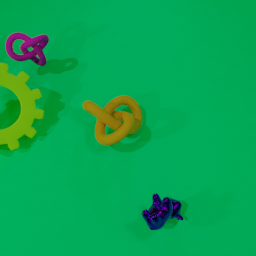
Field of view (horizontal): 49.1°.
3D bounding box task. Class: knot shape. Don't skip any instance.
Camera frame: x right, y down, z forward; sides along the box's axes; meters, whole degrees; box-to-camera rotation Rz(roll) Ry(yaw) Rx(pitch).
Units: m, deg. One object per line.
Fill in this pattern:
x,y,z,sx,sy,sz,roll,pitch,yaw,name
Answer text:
-0.324,-0.164,6.585,1.516,0.701,1.419,6,38,-12,knot shape
-2.596,-2.051,7.211,1.026,1.096,0.507,3,59,-23,knot shape

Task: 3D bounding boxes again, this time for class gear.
-3.038,-0.467,6.507,2.022,0.374,2.022,-2,95,-23,gear

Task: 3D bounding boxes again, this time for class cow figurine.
0.719,1.734,5.631,0.506,0.907,0.921,10,45,40,cow figurine
